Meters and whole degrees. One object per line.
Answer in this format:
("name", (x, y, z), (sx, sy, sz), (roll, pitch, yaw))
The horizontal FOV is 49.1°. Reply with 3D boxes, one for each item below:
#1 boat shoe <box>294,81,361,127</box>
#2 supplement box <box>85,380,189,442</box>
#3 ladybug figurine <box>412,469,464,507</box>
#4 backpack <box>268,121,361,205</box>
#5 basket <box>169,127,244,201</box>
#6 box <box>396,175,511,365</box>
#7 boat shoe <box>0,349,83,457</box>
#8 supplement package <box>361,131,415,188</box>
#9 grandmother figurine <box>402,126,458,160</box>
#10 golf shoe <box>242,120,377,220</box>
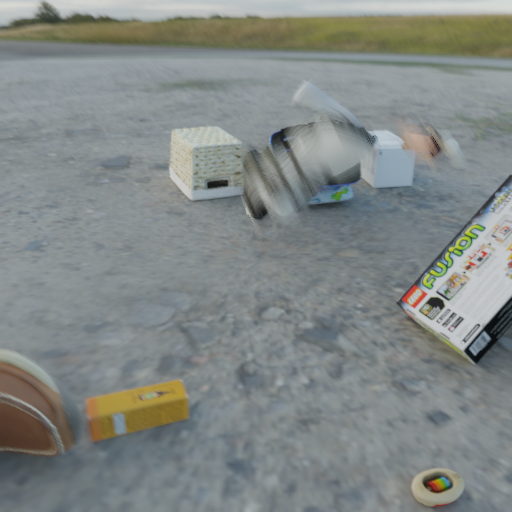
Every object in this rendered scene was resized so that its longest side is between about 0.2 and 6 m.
("boat shoe", (1.675, -3.429, 13.251), (1.697, 0.558, 0.611), (31, 18, -14))
("supplement box", (-1.417, 1.847, 6.733), (1.180, 0.406, 0.393), (-10, 28, -17))
("ladybug figurine", (1.871, 2.400, 5.764), (0.589, 0.212, 0.400), (-9, 27, -17))
("backpack", (1.334, -2.300, 13.810), (2.208, 1.773, 2.413), (-6, 27, -1))
("basket", (-1.336, -2.494, 14.713), (1.529, 1.391, 2.255), (-10, 26, -21))
("box", (3.518, 0.119, 8.278), (2.715, 0.471, 1.494), (-48, 35, 1))
("boat shoe", (-3.347, 1.741, 6.183), (3.248, 1.230, 1.166), (3, 27, 27))
("supplement package", (3.448, -2.701, 15.493), (1.128, 1.086, 1.984), (-4, 26, -9))
("grandmother figurine", (2.748, -1.779, 8.844), (0.902, 0.547, 0.273), (22, 52, 39))
("golf shoe", (0.921, -1.463, 10.467), (1.238, 1.505, 3.185), (20, -20, -33))
